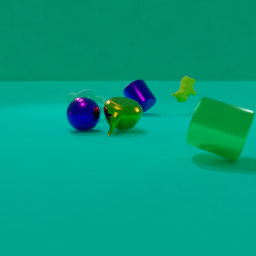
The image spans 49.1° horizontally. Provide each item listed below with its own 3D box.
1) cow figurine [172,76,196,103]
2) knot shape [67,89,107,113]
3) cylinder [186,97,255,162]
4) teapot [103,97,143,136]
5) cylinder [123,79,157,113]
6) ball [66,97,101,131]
[{"bbox_3d":[2.468,-1.717,12.302,1.238,1.258,0.691,10,-12,-42],"label":"cow figurine"},{"bbox_3d":[-1.688,-0.935,10.633,1.597,0.789,1.707,-4,-9,42],"label":"knot shape"},{"bbox_3d":[1.779,0.010,5.442,1.010,1.010,1.010,20,17,20],"label":"cylinder"},{"bbox_3d":[-0.196,-0.349,8.255,1.170,0.921,1.881,17,25,12],"label":"teapot"},{"bbox_3d":[0.497,-1.335,11.982,1.081,1.081,1.081,-27,-20,-11],"label":"cylinder"},{"bbox_3d":[-1.320,-0.412,8.329,1.018,1.018,1.018,0,11,0],"label":"ball"}]
